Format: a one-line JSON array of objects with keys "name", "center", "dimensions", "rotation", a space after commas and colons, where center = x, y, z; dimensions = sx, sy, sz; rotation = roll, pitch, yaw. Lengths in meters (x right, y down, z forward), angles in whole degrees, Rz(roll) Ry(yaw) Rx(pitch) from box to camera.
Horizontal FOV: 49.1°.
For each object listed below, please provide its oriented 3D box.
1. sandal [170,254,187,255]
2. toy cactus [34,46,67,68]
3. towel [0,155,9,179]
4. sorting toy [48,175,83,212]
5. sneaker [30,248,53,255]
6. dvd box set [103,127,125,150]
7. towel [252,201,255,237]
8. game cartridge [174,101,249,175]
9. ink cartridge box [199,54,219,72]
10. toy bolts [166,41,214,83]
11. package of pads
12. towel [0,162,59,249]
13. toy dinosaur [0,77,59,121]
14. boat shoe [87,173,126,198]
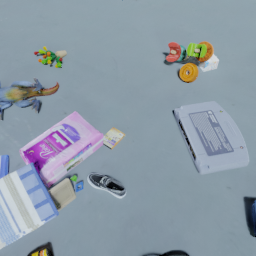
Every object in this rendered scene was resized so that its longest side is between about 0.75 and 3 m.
[{"name": "sandal", "center": [0.403, 3.812, 6.523], "dimensions": [2.897, 0.693, 1.089], "rotation": [-17, 52, -14]}, {"name": "toy cactus", "center": [-3.324, -3.235, 12.474], "dimensions": [1.541, 0.788, 1.271], "rotation": [28, 46, 32]}, {"name": "towel", "center": [-4.677, 1.462, 8.744], "dimensions": [1.789, 0.213, 1.295], "rotation": [-8, 50, -10]}, {"name": "sorting toy", "center": [-1.934, 1.917, 8.053], "dimensions": [1.440, 0.811, 0.196], "rotation": [-36, 41, -29]}, {"name": "sneaker", "center": [-2.110, 3.813, 6.660], "dimensions": [0.766, 0.595, 1.702], "rotation": [-18, 49, -3]}, {"name": "dvd box set", "center": [-0.544, 0.353, 9.788], "dimensions": [0.566, 0.114, 0.773], "rotation": [30, 57, 23]}, {"name": "towel", "center": [4.473, 2.683, 7.598], "dimensions": [2.085, 0.506, 1.164], "rotation": [9, 51, 6]}, {"name": "game cartridge", "center": [2.879, 0.243, 9.638], "dimensions": [1.844, 0.566, 2.771], "rotation": [-11, 51, -4]}, {"name": "ink cartridge box", "center": [3.561, -2.850, 12.209], "dimensions": [0.755, 0.485, 0.473], "rotation": [-16, 52, -12]}, {"name": "toy bolts", "center": [2.647, -2.897, 12.006], "dimensions": [1.837, 1.754, 1.274], "rotation": [26, 22, 36]}, {"name": "package of pads", "center": [-2.107, 0.608, 9.061], "dimensions": [1.436, 0.902, 2.384], "rotation": [37, 60, 27]}, {"name": "towel", "center": [-3.137, 2.140, 7.378], "dimensions": [2.246, 0.267, 1.650], "rotation": [-30, 87, -4]}, {"name": "toy dinosaur", "center": [-4.562, -1.076, 10.683], "dimensions": [2.680, 1.551, 2.954], "rotation": [0, 4, 22]}, {"name": "boat shoe", "center": [-0.657, 1.668, 8.471], "dimensions": [1.324, 0.449, 0.475], "rotation": [25, 55, 20]}]
